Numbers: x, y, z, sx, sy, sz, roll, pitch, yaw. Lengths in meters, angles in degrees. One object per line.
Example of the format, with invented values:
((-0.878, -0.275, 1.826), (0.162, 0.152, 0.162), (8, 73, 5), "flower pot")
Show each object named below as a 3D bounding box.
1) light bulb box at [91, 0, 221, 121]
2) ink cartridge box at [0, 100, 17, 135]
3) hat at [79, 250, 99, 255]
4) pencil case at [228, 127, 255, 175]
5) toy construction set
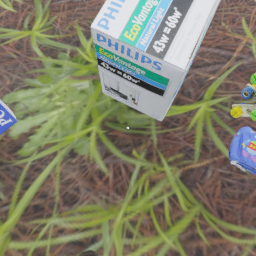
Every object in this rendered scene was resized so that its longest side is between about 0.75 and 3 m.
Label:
((0.706, -2.032, 6.006), (1.748, 2.801, 2.776), (26, 76, 6), "light bulb box")
((-3.724, -0.807, 5.453), (1.390, 2.957, 0.654), (-41, 39, -10), "ink cartridge box")
((-0.660, 2.241, 3.486), (0.521, 1.292, 1.292), (13, 51, -37), "hat")
((2.321, 0.582, 4.253), (0.738, 0.663, 1.698), (-43, 41, -13), "pencil case")
((3.476, -0.515, 5.544), (2.565, 1.682, 1.181), (25, 41, 25), "toy construction set")
